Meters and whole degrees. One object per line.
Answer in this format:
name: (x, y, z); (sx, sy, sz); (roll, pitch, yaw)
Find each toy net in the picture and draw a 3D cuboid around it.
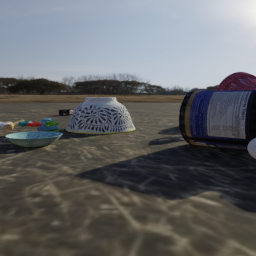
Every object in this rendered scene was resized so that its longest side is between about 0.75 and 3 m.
toy net: (-3.408, 0.018, 8.874); (2.377, 0.459, 1.247); (-4, 10, -18)

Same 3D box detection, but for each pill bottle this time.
pill bottle: (2.518, -0.188, 6.399); (2.421, 1.354, 1.354); (4, 8, 35)

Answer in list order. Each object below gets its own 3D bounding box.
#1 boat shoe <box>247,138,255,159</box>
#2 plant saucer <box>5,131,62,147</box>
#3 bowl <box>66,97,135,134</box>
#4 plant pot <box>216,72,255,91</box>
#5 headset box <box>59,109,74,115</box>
boat shoe: (3.240, 0.251, 4.683); (2.416, 0.889, 0.790); (0, 10, -8)
plant saucer: (-2.350, 0.288, 7.083); (1.370, 0.264, 1.370); (0, 7, 0)
bowl: (-0.991, -0.521, 10.157); (2.513, 1.179, 2.513); (-1, 7, 0)
plant pot: (5.594, -1.289, 13.105); (2.351, 2.351, 2.104); (-1, 22, -8)
headset box: (-3.927, -1.019, 18.012); (0.715, 0.371, 0.960); (1, 8, 9)
